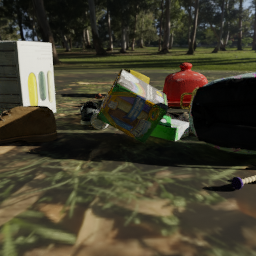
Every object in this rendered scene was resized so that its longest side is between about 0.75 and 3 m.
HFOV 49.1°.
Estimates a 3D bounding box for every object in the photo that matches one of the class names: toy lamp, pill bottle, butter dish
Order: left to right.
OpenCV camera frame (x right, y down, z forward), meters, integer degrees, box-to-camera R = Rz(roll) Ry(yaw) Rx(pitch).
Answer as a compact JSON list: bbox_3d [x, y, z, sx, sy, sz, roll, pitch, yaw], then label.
[{"bbox_3d":[-0.861,-0.350,9.530,0.604,0.604,1.088,2,14,6],"label":"pill bottle"},{"bbox_3d":[2.775,-2.150,13.666,2.696,1.998,2.703,2,14,3],"label":"butter dish"},{"bbox_3d":[2.367,0.941,5.259,0.912,0.265,0.265,-7,16,-27],"label":"toy lamp"}]

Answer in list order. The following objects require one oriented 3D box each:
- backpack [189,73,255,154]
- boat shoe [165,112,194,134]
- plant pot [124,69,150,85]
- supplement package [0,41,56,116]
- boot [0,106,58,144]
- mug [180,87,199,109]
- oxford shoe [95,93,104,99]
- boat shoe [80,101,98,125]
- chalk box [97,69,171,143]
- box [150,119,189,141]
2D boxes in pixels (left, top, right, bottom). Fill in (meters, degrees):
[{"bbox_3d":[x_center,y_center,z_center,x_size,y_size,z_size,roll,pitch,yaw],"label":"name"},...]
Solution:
[{"bbox_3d":[2.879,-0.271,6.795,2.750,2.295,1.741,0,-5,13],"label":"backpack"},{"bbox_3d":[1.811,-0.199,8.919,1.668,0.611,0.621,10,18,34],"label":"boat shoe"},{"bbox_3d":[0.420,-2.624,16.784,1.357,1.539,1.539,7,12,-18],"label":"plant pot"},{"bbox_3d":[-4.327,-1.855,10.855,2.128,2.825,2.144,4,15,17],"label":"supplement package"},{"bbox_3d":[-3.392,-0.102,7.803,2.706,1.021,0.996,-6,17,-16],"label":"boot"},{"bbox_3d":[2.878,-1.069,11.311,1.341,1.101,1.074,-1,15,-2],"label":"mug"},{"bbox_3d":[-1.615,-1.812,15.796,0.751,0.272,0.267,14,20,42],"label":"oxford shoe"},{"bbox_3d":[-1.440,-0.665,10.567,0.770,0.683,2.060,1,15,3],"label":"boat shoe"},{"bbox_3d":[0.318,-0.518,7.833,1.952,1.208,1.214,29,27,-10],"label":"chalk box"},{"bbox_3d":[1.250,0.025,8.417,0.891,0.431,0.786,12,19,38],"label":"box"}]
